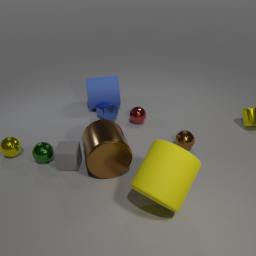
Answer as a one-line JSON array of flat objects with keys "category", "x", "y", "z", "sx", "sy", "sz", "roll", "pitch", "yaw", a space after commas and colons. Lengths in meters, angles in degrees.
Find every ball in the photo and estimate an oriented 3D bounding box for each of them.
[{"category": "ball", "x": 2.023, "y": 0.429, "z": 9.964, "sx": 0.700, "sy": 0.700, "sz": 0.700, "roll": 0, "pitch": 31, "yaw": 0}, {"category": "ball", "x": -2.836, "y": 0.812, "z": 9.359, "sx": 0.700, "sy": 0.700, "sz": 0.700, "roll": 0, "pitch": 31, "yaw": 0}, {"category": "ball", "x": -4.031, "y": 0.644, "z": 9.622, "sx": 0.700, "sy": 0.700, "sz": 0.700, "roll": 0, "pitch": 31, "yaw": 0}, {"category": "ball", "x": 0.409, "y": -0.542, "z": 11.611, "sx": 0.700, "sy": 0.700, "sz": 0.700, "roll": 0, "pitch": 31, "yaw": 0}]

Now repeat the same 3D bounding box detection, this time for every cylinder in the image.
[{"category": "cylinder", "x": -0.696, "y": 0.638, "z": 8.944, "sx": 1.400, "sy": 1.400, "sz": 1.400, "roll": -7, "pitch": 31, "yaw": -12}, {"category": "cylinder", "x": -0.880, "y": -0.709, "z": 11.794, "sx": 0.700, "sy": 0.700, "sz": 0.700, "roll": -17, "pitch": 24, "yaw": -26}, {"category": "cylinder", "x": -1.104, "y": -1.599, "z": 12.620, "sx": 1.400, "sy": 1.400, "sz": 1.400, "roll": -6, "pitch": 31, "yaw": -5}, {"category": "cylinder", "x": 4.947, "y": -0.469, "z": 11.164, "sx": 0.700, "sy": 0.700, "sz": 0.700, "roll": -9, "pitch": 2, "yaw": 0}, {"category": "cylinder", "x": 0.986, "y": 1.241, "z": 7.350, "sx": 1.400, "sy": 1.400, "sz": 1.400, "roll": 22, "pitch": 75, "yaw": 32}]

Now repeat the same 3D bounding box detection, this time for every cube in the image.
[{"category": "cube", "x": -1.942, "y": 0.905, "z": 9.151, "sx": 0.700, "sy": 0.700, "sz": 0.700, "roll": 0, "pitch": 33, "yaw": 5}]
